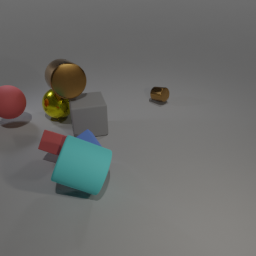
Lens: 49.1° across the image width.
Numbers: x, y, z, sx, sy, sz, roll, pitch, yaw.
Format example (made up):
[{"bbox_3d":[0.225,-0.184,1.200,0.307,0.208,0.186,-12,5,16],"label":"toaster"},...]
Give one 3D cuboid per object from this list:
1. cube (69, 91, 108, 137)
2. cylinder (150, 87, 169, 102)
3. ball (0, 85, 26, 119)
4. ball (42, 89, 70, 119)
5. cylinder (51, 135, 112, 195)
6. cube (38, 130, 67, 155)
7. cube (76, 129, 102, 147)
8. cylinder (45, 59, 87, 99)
[{"bbox_3d":[-1.652,-0.554,11.622,1.400,1.400,1.400,-8,32,-12],"label":"cube"},{"bbox_3d":[1.592,-1.698,13.997,0.700,0.700,0.700,-27,28,-37],"label":"cylinder"},{"bbox_3d":[-4.974,-1.070,11.658,1.400,1.400,1.400,0,31,0],"label":"ball"},{"bbox_3d":[-3.131,-1.114,12.556,1.400,1.400,1.400,0,31,0],"label":"ball"},{"bbox_3d":[-1.353,1.090,8.227,1.400,1.400,1.400,21,30,-9],"label":"cylinder"},{"bbox_3d":[-2.582,0.518,9.780,0.700,0.700,0.700,17,-5,9],"label":"cube"},{"bbox_3d":[-1.439,0.567,9.878,0.700,0.700,0.700,-36,79,-2],"label":"cube"},{"bbox_3d":[-2.534,-2.003,11.284,1.400,1.400,1.400,-14,25,-21],"label":"cylinder"}]
